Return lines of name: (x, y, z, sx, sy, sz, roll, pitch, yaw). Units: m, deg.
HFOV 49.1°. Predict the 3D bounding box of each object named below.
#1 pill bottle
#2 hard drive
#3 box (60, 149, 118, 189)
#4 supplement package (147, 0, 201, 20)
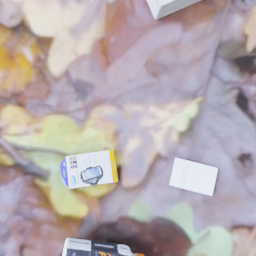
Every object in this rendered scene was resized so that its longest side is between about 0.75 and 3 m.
pill bottle: (-0.578, 3.210, 6.561, 1.934, 1.027, 1.027, 11, 82, -10)
hard drive: (1.737, 1.286, 7.432, 1.142, 0.150, 0.753, 14, 83, 1)
box: (-1.029, 1.090, 7.399, 1.452, 0.301, 0.864, -8, 82, 1)
supplement package: (1.445, -3.921, 7.482, 1.908, 1.116, 1.119, -24, 95, -2)
